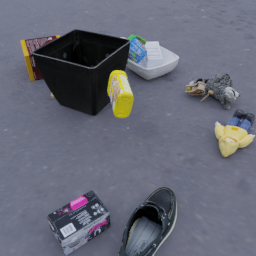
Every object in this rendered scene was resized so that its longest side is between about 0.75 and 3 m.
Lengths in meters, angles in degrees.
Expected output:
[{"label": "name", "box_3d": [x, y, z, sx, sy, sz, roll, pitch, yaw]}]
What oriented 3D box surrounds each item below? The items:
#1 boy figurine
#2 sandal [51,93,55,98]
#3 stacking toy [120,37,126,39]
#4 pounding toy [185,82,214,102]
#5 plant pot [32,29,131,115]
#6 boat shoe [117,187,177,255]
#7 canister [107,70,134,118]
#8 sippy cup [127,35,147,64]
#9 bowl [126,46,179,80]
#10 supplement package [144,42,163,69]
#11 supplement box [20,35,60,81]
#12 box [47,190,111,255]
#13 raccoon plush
[{"label": "boy figurine", "box_3d": [3.827, 0.183, 10.264, 1.441, 0.747, 2.319, 27, 44, 25]}, {"label": "sandal", "box_3d": [-3.375, -1.928, 13.044, 0.492, 0.441, 1.341, -4, 40, -4]}, {"label": "stacking toy", "box_3d": [-0.399, -4.502, 16.103, 0.894, 0.894, 1.224, 10, 60, 12]}, {"label": "pounding toy", "box_3d": [3.076, -1.592, 12.341, 1.203, 0.688, 0.690, 2, 74, 41]}, {"label": "plant pot", "box_3d": [-1.788, -2.255, 11.790, 2.882, 2.557, 2.875, 19, 43, 21]}, {"label": "boat shoe", "box_3d": [0.561, 2.443, 7.325, 1.060, 0.940, 2.836, 23, 45, 26]}, {"label": "canister", "box_3d": [-0.265, -1.136, 9.426, 0.611, 1.049, 1.412, 1, 40, -16]}, {"label": "sippy cup", "box_3d": [0.313, -3.817, 13.875, 1.095, 1.494, 1.173, 39, 13, -1]}, {"label": "bowl", "box_3d": [1.124, -3.353, 14.439, 2.375, 0.887, 2.372, -24, 45, -28]}, {"label": "supplement package", "box_3d": [1.267, -3.746, 14.563, 0.794, 0.791, 1.353, -3, 57, -7]}, {"label": "supplement box", "box_3d": [-4.222, -3.641, 14.401, 2.057, 1.366, 2.029, -14, 42, -17]}, {"label": "box", "box_3d": [-1.265, 2.486, 7.401, 1.378, 0.791, 0.911, -26, 48, -27]}, {"label": "raccoon plush", "box_3d": [3.780, -1.473, 12.450, 2.201, 1.065, 1.475, -10, 46, 35]}]
